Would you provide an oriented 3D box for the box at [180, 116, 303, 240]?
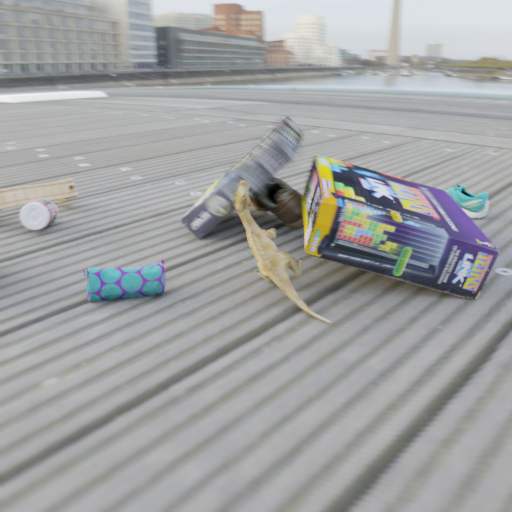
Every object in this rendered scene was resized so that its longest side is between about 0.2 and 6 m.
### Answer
[{"bbox_3d":[-0.271,-1.840,13.021,2.941,0.722,2.371,-38,14,24],"label":"box"}]

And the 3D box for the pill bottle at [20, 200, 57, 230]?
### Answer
[{"bbox_3d":[-5.110,-0.999,13.300,0.643,0.643,1.162,-2,11,-5],"label":"pill bottle"}]

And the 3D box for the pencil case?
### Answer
[{"bbox_3d":[-2.294,0.433,9.862,1.386,0.590,0.641,-4,61,-12],"label":"pencil case"}]

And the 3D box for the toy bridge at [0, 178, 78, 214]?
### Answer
[{"bbox_3d":[-6.439,-1.212,13.361,4.445,0.605,1.494,-18,7,-35],"label":"toy bridge"}]

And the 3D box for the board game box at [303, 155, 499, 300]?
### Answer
[{"bbox_3d":[2.599,-0.780,11.281,3.196,1.096,3.866,14,22,-2],"label":"board game box"}]

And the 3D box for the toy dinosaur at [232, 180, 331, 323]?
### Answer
[{"bbox_3d":[0.287,0.131,9.889,0.858,2.947,1.490,-33,-15,8],"label":"toy dinosaur"}]

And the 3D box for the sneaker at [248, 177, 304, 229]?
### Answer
[{"bbox_3d":[0.381,-1.662,14.015,1.019,1.092,2.892,-46,35,-5],"label":"sneaker"}]

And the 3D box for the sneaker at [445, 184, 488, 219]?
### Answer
[{"bbox_3d":[5.167,-1.510,14.561,0.710,0.729,1.831,-20,29,-41],"label":"sneaker"}]
